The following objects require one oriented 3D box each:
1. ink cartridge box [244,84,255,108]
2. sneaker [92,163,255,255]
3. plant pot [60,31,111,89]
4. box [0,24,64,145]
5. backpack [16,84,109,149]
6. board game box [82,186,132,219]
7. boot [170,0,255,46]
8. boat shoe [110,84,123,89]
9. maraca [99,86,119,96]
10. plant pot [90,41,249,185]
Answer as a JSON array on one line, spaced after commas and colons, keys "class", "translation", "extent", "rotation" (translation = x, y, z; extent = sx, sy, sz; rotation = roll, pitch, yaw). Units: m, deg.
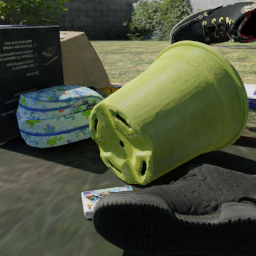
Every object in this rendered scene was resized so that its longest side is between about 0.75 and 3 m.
[{"class": "ink cartridge box", "translation": [4.651, -1.188, 10.524], "extent": [1.273, 0.502, 2.561], "rotation": [11, 22, 27]}, {"class": "sneaker", "translation": [0.948, 1.088, 4.145], "extent": [2.789, 0.837, 1.454], "rotation": [5, 21, 0]}, {"class": "plant pot", "translation": [-2.451, -2.277, 10.360], "extent": [2.415, 2.141, 2.418], "rotation": [18, 42, 39]}, {"class": "box", "translation": [-3.249, -1.386, 7.763], "extent": [1.639, 2.792, 2.746], "rotation": [10, 23, 24]}, {"class": "backpack", "translation": [-1.570, -0.323, 7.002], "extent": [2.302, 1.770, 1.878], "rotation": [-31, 38, -25]}, {"class": "board game box", "translation": [-0.309, 1.217, 4.653], "extent": [0.866, 0.150, 0.547], "rotation": [-5, 21, -12]}, {"class": "boot", "translation": [2.349, -2.556, 7.097], "extent": [2.701, 0.975, 2.040], "rotation": [-13, 22, 16]}, {"class": "boat shoe", "translation": [-0.765, -1.607, 11.605], "extent": [1.359, 0.481, 0.617], "rotation": [-5, 17, -19]}, {"class": "maraca", "translation": [-0.849, -0.959, 9.631], "extent": [1.420, 0.760, 0.974], "rotation": [-33, 25, -20]}, {"class": "plant pot", "translation": [0.625, -0.149, 5.580], "extent": [2.335, 2.540, 2.540], "rotation": [-31, 35, -33]}]
